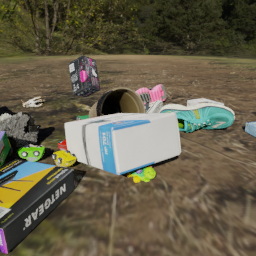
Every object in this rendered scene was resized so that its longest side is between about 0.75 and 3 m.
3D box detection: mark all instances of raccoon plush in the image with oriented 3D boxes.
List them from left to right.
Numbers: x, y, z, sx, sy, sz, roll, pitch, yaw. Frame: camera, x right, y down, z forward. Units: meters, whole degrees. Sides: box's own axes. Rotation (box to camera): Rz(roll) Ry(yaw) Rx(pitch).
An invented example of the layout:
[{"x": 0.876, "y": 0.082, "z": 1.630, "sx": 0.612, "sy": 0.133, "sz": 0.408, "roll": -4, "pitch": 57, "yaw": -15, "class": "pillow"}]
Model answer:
[{"x": -4.271, "y": 0.205, "z": 9.242, "sx": 1.729, "sy": 1.249, "sz": 2.581, "roll": 0, "pitch": 18, "yaw": 26, "class": "raccoon plush"}]

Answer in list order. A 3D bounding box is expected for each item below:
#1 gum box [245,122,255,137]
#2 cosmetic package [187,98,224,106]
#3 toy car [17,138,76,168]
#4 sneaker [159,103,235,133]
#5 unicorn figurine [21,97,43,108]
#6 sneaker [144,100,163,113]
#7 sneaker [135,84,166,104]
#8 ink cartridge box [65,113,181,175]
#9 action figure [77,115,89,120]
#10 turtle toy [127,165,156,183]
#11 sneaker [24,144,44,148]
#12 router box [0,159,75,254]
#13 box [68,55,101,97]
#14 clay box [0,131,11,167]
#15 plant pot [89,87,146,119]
[{"x": 5.570, "y": 0.208, "z": 10.208, "sx": 1.652, "sy": 0.433, "sz": 1.945, "roll": -3, "pitch": 19, "yaw": -10, "class": "gum box"}, {"x": 3.945, "y": -1.170, "z": 14.347, "sx": 1.123, "sy": 0.385, "sz": 1.489, "roll": -8, "pitch": 20, "yaw": -29, "class": "cosmetic package"}, {"x": -2.407, "y": 0.784, "z": 8.546, "sx": 1.814, "sy": 0.430, "sz": 1.928, "roll": -2, "pitch": 18, "yaw": -5, "class": "toy car"}, {"x": 2.581, "y": -0.225, "z": 10.913, "sx": 2.988, "sy": 1.158, "sz": 1.190, "roll": -2, "pitch": 33, "yaw": 17, "class": "sneaker"}, {"x": -5.016, "y": -1.325, "z": 14.739, "sx": 0.972, "sy": 0.522, "sz": 1.415, "roll": -16, "pitch": 8, "yaw": -16, "class": "unicorn figurine"}, {"x": 0.772, "y": -0.664, "z": 11.968, "sx": 0.952, "sy": 0.941, "sz": 2.398, "roll": 14, "pitch": 24, "yaw": 21, "class": "sneaker"}, {"x": 0.864, "y": -1.607, "z": 14.963, "sx": 1.346, "sy": 1.115, "sz": 2.822, "roll": -5, "pitch": 8, "yaw": 39, "class": "sneaker"}, {"x": -0.268, "y": 0.293, "z": 7.918, "sx": 2.067, "sy": 1.212, "sz": 2.823, "roll": -13, "pitch": 11, "yaw": -34, "class": "ink cartridge box"}, {"x": -1.596, "y": -0.402, "z": 12.163, "sx": 1.218, "sy": 0.333, "sz": 0.719, "roll": -1, "pitch": 16, "yaw": -24, "class": "action figure"}, {"x": 0.402, "y": 1.144, "z": 7.425, "sx": 0.659, "sy": 0.457, "sz": 0.904, "roll": -11, "pitch": 22, "yaw": -29, "class": "turtle toy"}, {"x": -3.032, "y": 0.718, "z": 8.937, "sx": 0.774, "sy": 0.299, "sz": 0.303, "roll": 4, "pitch": 32, "yaw": 16, "class": "sneaker"}, {"x": -2.526, "y": 1.505, "z": 6.116, "sx": 1.779, "sy": 0.609, "sz": 2.385, "roll": 6, "pitch": 20, "yaw": 18, "class": "router box"}, {"x": -1.106, "y": -1.291, "z": 7.105, "sx": 0.569, "sy": 0.861, "sz": 0.494, "roll": -19, "pitch": -16, "yaw": 34, "class": "box"}, {"x": -4.810, "y": 0.830, "z": 7.239, "sx": 2.923, "sy": 0.696, "sz": 1.679, "roll": 0, "pitch": 39, "yaw": -1, "class": "clay box"}, {"x": -0.601, "y": -0.462, "z": 10.435, "sx": 1.932, "sy": 1.932, "sz": 1.676, "roll": -14, "pitch": 7, "yaw": -35, "class": "plant pot"}]
